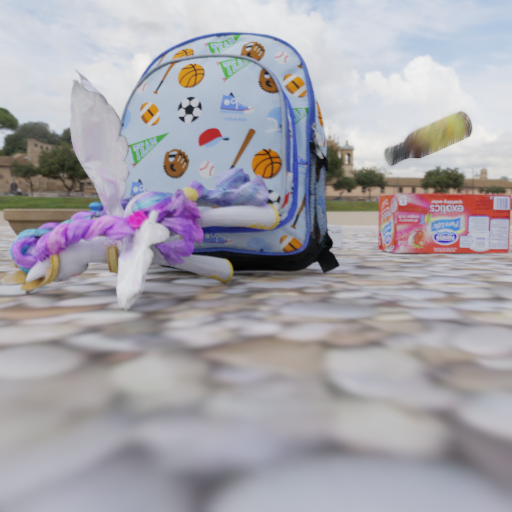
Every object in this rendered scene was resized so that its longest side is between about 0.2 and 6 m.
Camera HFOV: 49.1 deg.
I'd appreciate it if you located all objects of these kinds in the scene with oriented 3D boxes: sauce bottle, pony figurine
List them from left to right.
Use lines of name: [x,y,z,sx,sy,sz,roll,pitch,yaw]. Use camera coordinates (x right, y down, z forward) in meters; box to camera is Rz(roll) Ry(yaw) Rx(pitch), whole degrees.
pony figurine: [-0.829,-0.235,4.201,1.888,1.572,1.822,-6,-25,-32]
sauce bottle: [3.182,-2.139,10.413,1.641,0.531,0.531,-25,6,-4]

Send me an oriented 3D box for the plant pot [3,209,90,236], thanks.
plant pot: [-4.489,-0.598,12.083,1.772,0.818,1.772,0,3,0]

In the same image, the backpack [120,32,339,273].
backpack: [-0.366,-1.123,6.000,2.543,2.422,1.959,1,-14,8]

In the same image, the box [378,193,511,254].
box: [3.318,-0.579,10.015,2.099,1.047,1.002,0,4,-7]

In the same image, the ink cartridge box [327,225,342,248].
ink cartridge box: [1.216,-0.427,12.013,0.834,0.479,1.149,-1,4,-20]
